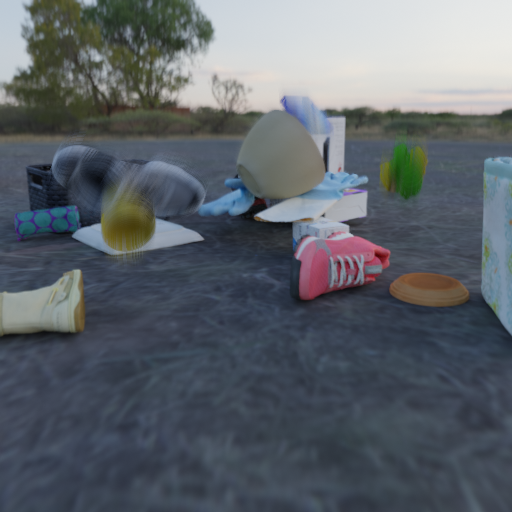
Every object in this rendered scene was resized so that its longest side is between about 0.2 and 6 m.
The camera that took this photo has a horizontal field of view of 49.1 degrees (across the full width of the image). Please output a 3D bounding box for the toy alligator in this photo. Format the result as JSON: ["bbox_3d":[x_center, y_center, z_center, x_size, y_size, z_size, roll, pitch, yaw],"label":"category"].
[{"bbox_3d":[2.169,-1.060,8.113,0.585,0.536,1.974,-26,-16,6],"label":"toy alligator"}]

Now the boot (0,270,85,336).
[{"bbox_3d":[-2.927,0.616,7.399,1.259,0.589,1.619,-5,19,-16],"label":"boot"}]

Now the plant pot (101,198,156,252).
[{"bbox_3d":[-1.690,-0.478,7.191,0.692,0.692,0.491,-7,38,-26],"label":"plant pot"}]

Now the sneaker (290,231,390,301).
[{"bbox_3d":[1.356,0.101,8.661,1.064,0.904,2.453,10,18,30],"label":"sneaker"}]

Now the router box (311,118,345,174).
[{"bbox_3d":[1.873,-2.986,17.221,0.667,2.451,2.731,8,17,30],"label":"router box"}]

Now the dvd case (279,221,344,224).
[{"bbox_3d":[1.307,-0.998,14.218,1.903,0.167,1.357,7,17,23],"label":"dvd case"}]

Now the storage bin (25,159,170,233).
[{"bbox_3d":[-3.878,-1.560,13.906,3.057,1.433,2.067,-12,19,-35],"label":"storage bin"}]

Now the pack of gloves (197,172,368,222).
[{"bbox_3d":[0.594,-1.605,12.457,3.054,0.717,3.635,2,21,31],"label":"pack of gloves"}]

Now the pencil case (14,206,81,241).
[{"bbox_3d":[-4.504,-0.711,12.120,1.325,0.612,0.564,-8,23,-20],"label":"pencil case"}]

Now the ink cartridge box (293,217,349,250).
[{"bbox_3d":[1.210,-0.306,10.588,0.672,0.684,0.929,-9,18,-26],"label":"ink cartridge box"}]

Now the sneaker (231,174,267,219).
[{"bbox_3d":[-0.232,-1.632,14.690,0.794,1.097,2.245,-9,17,-8],"label":"sneaker"}]

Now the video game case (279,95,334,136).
[{"bbox_3d":[1.132,-3.127,12.430,0.953,0.239,1.052,-18,67,-49],"label":"video game case"}]

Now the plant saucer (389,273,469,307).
[{"bbox_3d":[2.634,0.487,8.544,1.165,0.218,1.165,-1,15,0],"label":"plant saucer"}]

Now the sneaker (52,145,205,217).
[{"bbox_3d":[-2.357,-1.282,10.729,3.033,1.145,1.726,12,13,-20],"label":"sneaker"}]

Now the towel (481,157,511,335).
[{"bbox_3d":[3.367,-0.126,7.182,0.592,2.103,2.457,1,16,9],"label":"towel"}]

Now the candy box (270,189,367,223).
[{"bbox_3d":[1.504,-1.300,13.720,1.555,0.663,1.854,-14,20,-39],"label":"candy box"}]

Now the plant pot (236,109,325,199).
[{"bbox_3d":[0.339,-1.911,11.699,1.267,1.887,1.887,-39,28,-15],"label":"plant pot"}]

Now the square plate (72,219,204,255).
[{"bbox_3d":[-2.568,-0.487,12.050,2.117,0.304,2.137,-12,19,-37],"label":"square plate"}]
